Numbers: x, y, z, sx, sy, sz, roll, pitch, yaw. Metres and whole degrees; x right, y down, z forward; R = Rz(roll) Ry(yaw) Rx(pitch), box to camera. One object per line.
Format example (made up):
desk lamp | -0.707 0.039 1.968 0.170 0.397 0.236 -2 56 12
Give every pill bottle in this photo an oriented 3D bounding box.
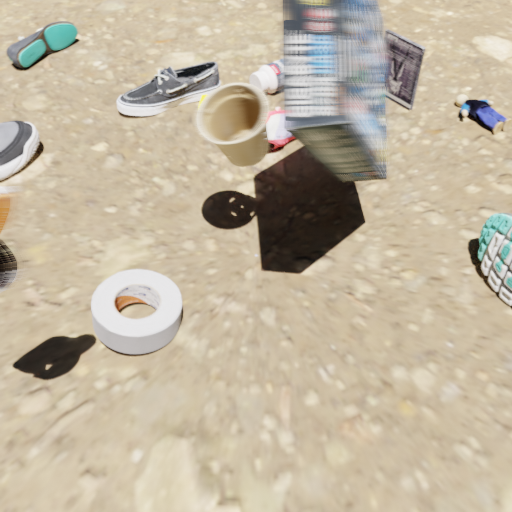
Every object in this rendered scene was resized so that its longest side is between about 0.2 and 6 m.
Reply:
pill bottle | 0.382 -3.805 11.915 0.991 0.593 0.593 -30 53 -25

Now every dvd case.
dvd case | 2.890 -3.744 11.328 0.108 1.353 1.006 -28 52 -24

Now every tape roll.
tape roll | -1.612 0.737 7.608 1.197 0.395 1.197 6 43 -6

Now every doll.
doll | 4.482 -2.903 11.252 0.854 0.303 1.252 -21 50 -19

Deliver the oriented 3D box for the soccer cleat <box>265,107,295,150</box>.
soccer cleat | 0.514 -2.430 10.644 2.131 0.815 0.711 -17 18 -36

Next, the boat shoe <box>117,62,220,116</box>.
boat shoe | -1.792 -3.500 11.498 2.250 0.763 0.807 -17 49 -16

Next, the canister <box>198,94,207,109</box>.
canister | -0.672 -2.924 11.222 0.898 0.389 0.667 4 46 2

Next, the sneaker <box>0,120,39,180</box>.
sneaker | -5.301 -1.985 9.336 3.157 1.797 1.191 -29 53 -24

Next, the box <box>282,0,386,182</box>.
box | 1.076 -2.363 6.889 0.699 3.040 2.416 -2 87 20

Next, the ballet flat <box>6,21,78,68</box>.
ballet flat | -5.027 -4.987 13.028 0.687 0.687 1.882 24 53 21

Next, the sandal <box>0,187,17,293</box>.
sandal | -2.399 0.098 4.810 0.700 1.828 0.524 -34 85 -40

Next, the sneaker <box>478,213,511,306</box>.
sneaker | 4.415 0.438 7.738 1.349 1.147 2.957 -13 49 -33

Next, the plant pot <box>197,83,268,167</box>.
plant pot | -0.222 -1.696 7.668 0.959 0.878 0.959 -5 66 12
